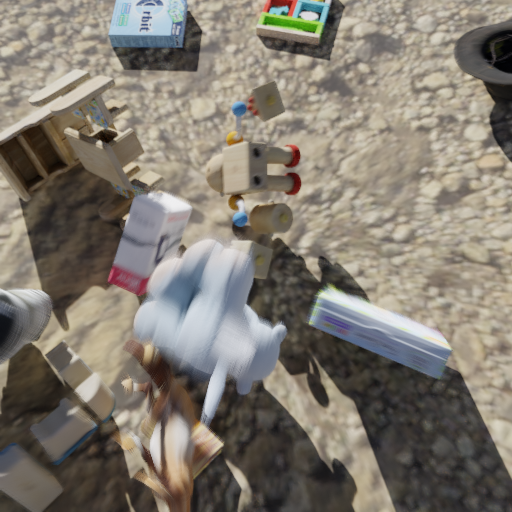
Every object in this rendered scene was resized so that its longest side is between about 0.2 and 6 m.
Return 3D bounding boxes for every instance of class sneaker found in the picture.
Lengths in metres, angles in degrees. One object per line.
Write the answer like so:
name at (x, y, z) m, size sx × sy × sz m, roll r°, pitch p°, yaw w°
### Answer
sneaker at (-4.017, 1.523, 7.659) m, size 3.081 × 1.773 × 1.163 m, roll -36°, pitch 87°, yaw 5°

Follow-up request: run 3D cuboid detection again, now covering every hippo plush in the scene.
hippo plush at (-0.268, 0.856, 7.239) m, size 2.124 × 1.708 × 1.692 m, roll 33°, pitch 92°, yaw 41°

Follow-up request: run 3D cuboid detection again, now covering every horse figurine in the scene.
horse figurine at (-1.131, 2.172, 6.784) m, size 0.624 × 1.656 × 2.499 m, roll -17°, pitch 47°, yaw 3°

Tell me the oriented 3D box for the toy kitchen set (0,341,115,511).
toy kitchen set at (-2.786, 2.244, 7.578) m, size 1.673 × 0.985 × 1.340 m, roll -41°, pitch 45°, yaw -21°

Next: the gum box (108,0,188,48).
gum box at (-2.238, -4.929, 11.746) m, size 1.489 × 0.332 × 1.266 m, roll 2°, pitch 61°, yaw 1°

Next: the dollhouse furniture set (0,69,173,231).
dollhouse furniture set at (-2.945, -1.537, 8.872) m, size 1.659 × 2.188 × 2.497 m, roll -41°, pitch 42°, yaw -22°

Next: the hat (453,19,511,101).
hat at (4.927, -3.511, 10.575) m, size 2.390 × 0.964 × 2.390 m, roll -7°, pitch 48°, yaw 8°

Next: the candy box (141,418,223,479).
candy box at (-1.010, 2.454, 7.565) m, size 0.996 × 0.276 × 0.575 m, roll 39°, pitch 49°, yaw 18°

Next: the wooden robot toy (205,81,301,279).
wooden robot toy at (-0.186, -1.196, 9.114) m, size 1.359 × 1.399 × 3.084 m, roll -1°, pitch 92°, yaw -40°

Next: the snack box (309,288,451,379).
snack box at (1.721, 1.032, 7.861) m, size 1.807 × 1.285 × 0.479 m, roll 22°, pitch 98°, yaw 12°

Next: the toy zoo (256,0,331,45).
toy zoo at (0.902, -5.417, 12.091) m, size 1.357 × 0.212 × 2.069 m, roll 12°, pitch 61°, yaw 7°

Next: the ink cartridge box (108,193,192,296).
ink cartridge box at (-1.565, -0.199, 8.373) m, size 0.568 × 0.975 × 1.346 m, roll 23°, pitch 104°, yaw 10°
